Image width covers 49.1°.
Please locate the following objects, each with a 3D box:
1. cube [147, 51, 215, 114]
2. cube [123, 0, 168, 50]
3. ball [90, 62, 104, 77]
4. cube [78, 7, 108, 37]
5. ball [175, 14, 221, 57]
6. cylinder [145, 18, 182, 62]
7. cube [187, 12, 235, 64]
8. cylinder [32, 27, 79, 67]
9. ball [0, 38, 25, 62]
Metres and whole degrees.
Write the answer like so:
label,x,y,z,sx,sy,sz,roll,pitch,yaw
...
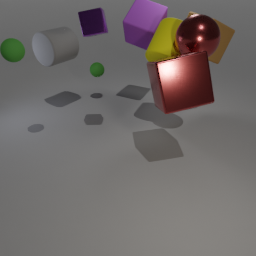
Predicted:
label,x,y,z,sx,sy,sz,roll,pitch,yaw
cube,1.439,-1.321,7.950,1.400,1.400,1.400,-14,14,-3
cube,0.744,-4.377,11.939,1.400,1.400,1.400,25,76,12
ball,-1.478,-2.788,13.401,0.700,0.700,0.700,0,29,0
cube,-1.034,-3.174,8.469,0.700,0.700,0.700,-9,17,6
ball,2.188,-2.838,8.839,1.400,1.400,1.400,0,29,0
cylinder,1.521,-2.944,10.068,1.400,1.400,1.400,25,-8,4
cube,3.014,-3.554,11.082,1.400,1.400,1.400,7,25,-37
cylinder,-3.030,-3.439,11.806,1.400,1.400,1.400,20,36,31
ball,-3.463,-2.331,8.412,0.700,0.700,0.700,0,29,0
